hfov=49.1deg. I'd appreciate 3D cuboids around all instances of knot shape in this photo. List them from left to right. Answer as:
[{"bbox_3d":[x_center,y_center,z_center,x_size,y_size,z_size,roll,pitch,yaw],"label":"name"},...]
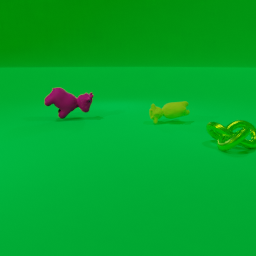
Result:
[{"bbox_3d":[2.473,0.149,6.847,1.271,0.587,1.189,-13,18,-42],"label":"knot shape"}]

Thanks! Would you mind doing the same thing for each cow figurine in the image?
[{"bbox_3d":[-1.994,-0.983,9.756,1.405,1.428,0.784,-42,27,5],"label":"cow figurine"},{"bbox_3d":[1.326,-0.548,9.246,1.190,0.653,1.171,-7,4,39],"label":"cow figurine"}]
